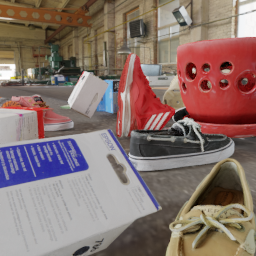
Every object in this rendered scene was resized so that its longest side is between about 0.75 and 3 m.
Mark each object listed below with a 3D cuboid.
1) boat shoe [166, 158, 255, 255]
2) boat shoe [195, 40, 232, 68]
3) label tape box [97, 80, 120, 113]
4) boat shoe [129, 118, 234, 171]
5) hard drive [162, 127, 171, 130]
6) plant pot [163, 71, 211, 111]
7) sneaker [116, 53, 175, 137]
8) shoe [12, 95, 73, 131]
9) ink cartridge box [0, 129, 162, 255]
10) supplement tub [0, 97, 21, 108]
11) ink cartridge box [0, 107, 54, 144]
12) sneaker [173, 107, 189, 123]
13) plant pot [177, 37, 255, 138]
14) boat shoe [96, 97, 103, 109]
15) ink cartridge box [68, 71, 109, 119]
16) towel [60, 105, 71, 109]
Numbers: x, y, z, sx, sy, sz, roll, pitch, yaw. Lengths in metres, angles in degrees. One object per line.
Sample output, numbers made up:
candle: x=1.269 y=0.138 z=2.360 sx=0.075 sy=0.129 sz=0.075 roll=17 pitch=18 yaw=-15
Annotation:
boat shoe: x=0.965 y=0.983 z=3.130 sx=0.859 sy=0.735 sz=2.344 roll=4 pitch=12 yaw=21
boat shoe: x=2.648 y=-1.908 z=7.529 sx=2.010 sy=0.723 sz=0.683 roll=5 pitch=46 yaw=24
label tape box: x=-0.425 y=-1.573 z=14.025 sx=2.282 sy=1.645 sz=0.722 roll=-2 pitch=13 yaw=-9
boat shoe: x=1.284 y=0.257 z=6.308 sx=2.792 sy=0.954 sz=1.031 roll=-4 pitch=12 yaw=-22
hard drive: x=1.757 y=0.178 z=8.719 sx=0.925 sy=0.187 sz=1.403 roll=-12 pitch=15 yaw=-43
plant pot: x=2.605 y=-1.434 z=13.046 sx=2.135 sy=2.135 sz=1.954 roll=6 pitch=24 yaw=29
sneaker: x=0.584 y=-0.959 z=8.953 sx=1.714 sy=2.968 sz=1.163 roll=10 pitch=-22 yaw=-9
shoe: x=-3.153 y=-0.586 z=10.107 sx=2.570 sy=1.169 sz=0.918 roll=5 pitch=12 yaw=22
ink cartridge box: x=-1.176 y=0.803 z=2.922 sx=2.880 sy=0.565 sz=1.432 roll=-7 pitch=46 yaw=-32
supplement tub: x=-4.740 y=-0.519 z=9.837 sx=1.877 sy=1.150 sz=1.150 roll=4 pitch=12 yaw=20
ink cartridge box: x=-3.407 y=0.042 z=7.381 sx=1.666 sy=0.964 sz=2.867 roll=4 pitch=12 yaw=21
sneaker: x=2.658 y=-0.376 z=10.217 sx=1.965 sy=0.718 sz=1.099 roll=2 pitch=10 yaw=3
plant pot: x=2.831 y=-1.165 z=8.123 sx=2.830 sy=2.577 sz=2.830 roll=-1 pitch=12 yaw=0
boat shoe: x=-1.659 y=-1.549 z=15.899 sx=1.050 sy=0.867 sz=2.805 roll=4 pitch=12 yaw=20
ink cartridge box: x=-1.768 y=-1.491 z=12.052 sx=0.947 sy=1.632 sz=2.261 roll=28 pitch=4 yaw=-20
towel: x=-3.176 y=-1.246 z=16.295 sx=0.979 sy=0.150 sz=1.283 roll=4 pitch=13 yaw=20
